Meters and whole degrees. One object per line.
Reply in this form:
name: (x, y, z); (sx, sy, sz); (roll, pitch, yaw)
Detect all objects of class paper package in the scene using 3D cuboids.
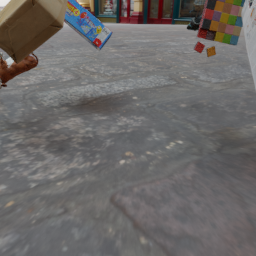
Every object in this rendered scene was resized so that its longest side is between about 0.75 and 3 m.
paper package: (-2.254, -2.591, 6.490); (1.609, 0.873, 1.688); (-30, 42, 22)

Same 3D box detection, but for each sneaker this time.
sneaker: (2.324, -3.435, 9.196); (1.035, 0.390, 0.410); (-19, -12, -36)

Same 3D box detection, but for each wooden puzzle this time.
wooden puzzle: (2.945, -3.373, 8.661); (1.417, 2.390, 0.168); (5, 19, -17)

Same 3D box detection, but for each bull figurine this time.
bull figurine: (-3.441, -1.836, 8.166); (0.554, 1.032, 1.701); (30, 54, 33)

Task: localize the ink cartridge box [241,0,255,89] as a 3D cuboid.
ink cartridge box: (3.246, -2.015, 6.045); (0.681, 2.882, 2.307); (-6, -15, 7)

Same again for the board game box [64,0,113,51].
board game box: (-1.650, -3.612, 9.392); (2.294, 0.655, 2.343); (38, 7, -14)
